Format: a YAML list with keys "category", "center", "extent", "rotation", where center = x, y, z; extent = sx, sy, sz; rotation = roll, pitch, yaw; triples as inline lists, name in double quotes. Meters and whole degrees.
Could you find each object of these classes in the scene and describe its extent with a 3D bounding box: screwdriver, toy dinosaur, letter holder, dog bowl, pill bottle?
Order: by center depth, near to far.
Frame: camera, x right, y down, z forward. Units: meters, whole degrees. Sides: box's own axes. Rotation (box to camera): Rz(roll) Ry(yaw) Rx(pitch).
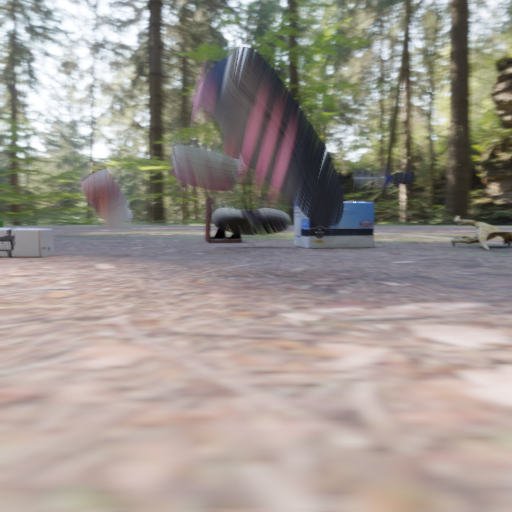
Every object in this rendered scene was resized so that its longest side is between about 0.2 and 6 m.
- category: "pill bottle"
  center: [-2.503, -0.946, 9.406]
  extent: [0.514, 0.901, 0.514]
  rotation: [-31, 5, 3]
- category: "dog bowl"
  center: [-0.940, -1.630, 10.522]
  extent: [1.417, 0.522, 1.417]
  rotation: [14, 16, -4]
- category: "screwdriver"
  center: [2.513, -1.520, 11.219]
  extent: [0.225, 0.234, 1.610]
  rotation: [-31, 19, -27]
- category: "toy dinosaur"
  center: [4.941, -0.518, 12.240]
  extent: [1.206, 0.694, 2.386]
  rotation: [5, 6, 38]
- category: "letter holder"
  center: [-0.913, -0.985, 15.049]
  extent: [0.864, 1.221, 1.718]
  rotation: [-1, 4, -8]

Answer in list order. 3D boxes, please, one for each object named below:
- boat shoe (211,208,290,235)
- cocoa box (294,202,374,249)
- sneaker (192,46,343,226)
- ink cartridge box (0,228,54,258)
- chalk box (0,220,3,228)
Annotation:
- category: "boat shoe"
  center: [-0.126, -0.708, 12.076]
  extent: [1.717, 0.618, 0.556]
  rotation: [6, 20, -2]
- category: "cocoa box"
  center: [1.680, -0.682, 12.209]
  extent: [1.514, 0.994, 1.010]
  rotation: [-1, 4, -15]
- category: "sneaker"
  center: [0.161, -1.227, 6.503]
  extent: [0.925, 2.254, 0.791]
  rotation: [-23, 17, 39]
- category: "ink cartridge box"
  center: [-4.040, -0.223, 9.324]
  extent: [1.134, 0.473, 0.824]
  rotation: [0, 4, -5]
- category: "chalk box"
  center: [-5.461, -0.417, 11.276]
  extent: [0.989, 0.613, 0.617]
  rotation: [-2, 3, -39]
